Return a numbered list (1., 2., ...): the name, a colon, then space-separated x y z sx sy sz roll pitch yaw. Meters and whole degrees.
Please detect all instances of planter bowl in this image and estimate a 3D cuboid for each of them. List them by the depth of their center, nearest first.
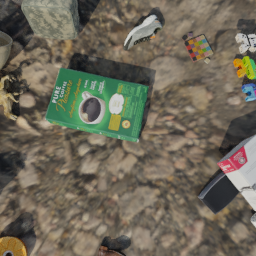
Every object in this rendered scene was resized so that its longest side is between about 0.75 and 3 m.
1. planter bowl: -4.377 -2.165 8.214 1.761 1.761 1.185 21 121 4

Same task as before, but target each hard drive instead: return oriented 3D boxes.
1. hard drive: 2.722 1.866 8.159 1.184 0.251 0.799 -42 83 -7

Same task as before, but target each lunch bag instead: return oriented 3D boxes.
1. lunch bag: -2.169 -3.803 8.244 1.455 2.088 1.751 6 83 -3

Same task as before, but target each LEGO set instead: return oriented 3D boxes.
1. LEGO set: 3.948 -1.705 8.501 0.949 0.882 2.313 -10 74 -5

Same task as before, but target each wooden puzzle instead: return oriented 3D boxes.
1. wooden puzzle: 2.257 -2.562 9.008 0.703 0.083 1.186 -23 81 -4

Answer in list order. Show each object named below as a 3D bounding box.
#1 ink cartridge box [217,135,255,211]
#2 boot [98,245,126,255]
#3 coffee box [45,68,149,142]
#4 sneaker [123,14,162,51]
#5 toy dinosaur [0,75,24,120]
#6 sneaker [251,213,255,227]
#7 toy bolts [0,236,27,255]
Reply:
1. ink cartridge box: 3.615 1.277 7.896 1.259 0.723 1.733 -34 82 -20
2. boot: -0.545 3.834 7.800 0.839 0.289 0.900 14 77 15
3. coffee box: -0.885 -0.692 8.403 2.789 0.613 1.715 11 78 1
4. sneaker: 0.460 -2.937 8.848 1.509 0.558 0.598 -41 87 -7
5. toy dinosaur: -3.885 -1.202 8.494 1.012 0.583 2.002 -38 83 2
6. sneaker: 4.028 2.471 8.042 1.076 0.405 0.476 -40 100 -6
7. toy bolts: -4.072 3.722 7.117 2.405 1.668 2.297 30 82 5
